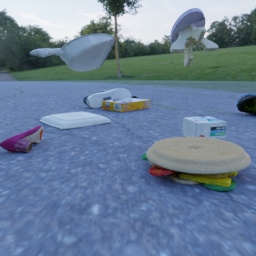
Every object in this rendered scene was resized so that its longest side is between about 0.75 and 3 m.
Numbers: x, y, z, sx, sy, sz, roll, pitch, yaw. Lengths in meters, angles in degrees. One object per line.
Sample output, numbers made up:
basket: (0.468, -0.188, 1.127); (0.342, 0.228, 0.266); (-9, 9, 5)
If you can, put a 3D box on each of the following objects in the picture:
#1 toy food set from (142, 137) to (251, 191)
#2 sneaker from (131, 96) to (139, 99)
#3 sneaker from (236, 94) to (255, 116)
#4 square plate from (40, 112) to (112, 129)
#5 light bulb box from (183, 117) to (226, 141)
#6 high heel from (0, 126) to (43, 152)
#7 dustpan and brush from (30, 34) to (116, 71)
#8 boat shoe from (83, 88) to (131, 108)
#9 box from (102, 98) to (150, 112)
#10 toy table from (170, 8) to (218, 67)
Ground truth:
toy food set: (1.197, 0.549, 5.066); (1.878, 0.457, 1.859); (7, 14, 31)
sneaker: (0.400, -1.513, 15.082); (1.061, 0.420, 0.400); (5, 11, 16)
sneaker: (5.610, -0.802, 10.711); (2.840, 1.007, 1.177); (4, 24, 33)
square plate: (-1.842, -0.317, 9.716); (1.873, 0.266, 1.855); (-9, 15, -38)
light bulb box: (2.003, 0.024, 7.419); (0.830, 0.522, 0.837); (-3, 12, -14)
high heel: (-2.476, 0.193, 6.687); (0.644, 0.452, 1.340); (10, 15, -2)
dustpan and brush: (-1.727, -2.274, 8.542); (2.377, 0.680, 1.659); (-23, -12, -33)
boat shoe: (-1.023, -1.483, 14.005); (2.516, 0.903, 0.853); (-16, 20, -31)
box: (0.007, -1.113, 13.110); (1.296, 0.452, 2.177); (11, 18, 42)
toy table: (2.247, -3.149, 9.997); (1.718, 1.094, 1.868); (-10, -27, -1)
